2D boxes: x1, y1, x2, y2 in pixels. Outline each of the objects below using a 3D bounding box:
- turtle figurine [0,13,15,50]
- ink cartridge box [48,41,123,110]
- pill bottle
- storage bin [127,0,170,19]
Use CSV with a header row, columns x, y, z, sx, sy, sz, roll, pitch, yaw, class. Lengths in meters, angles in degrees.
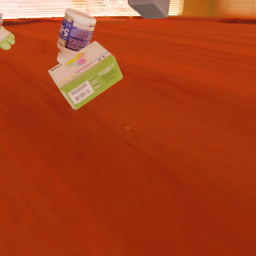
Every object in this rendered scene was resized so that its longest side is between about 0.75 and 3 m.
x,y,z,sx,sy,sz,roll,pitch,yaw,class
-2.958,-2.338,5.947,2.959,2.869,2.130,0,70,-12,turtle figurine
-1.224,-1.495,6.803,1.376,0.705,1.862,-36,50,-8,ink cartridge box
-1.750,-2.895,9.135,0.998,1.667,0.998,18,26,-9,pill bottle
0.781,-4.296,8.605,1.552,1.432,2.132,4,8,21,storage bin
